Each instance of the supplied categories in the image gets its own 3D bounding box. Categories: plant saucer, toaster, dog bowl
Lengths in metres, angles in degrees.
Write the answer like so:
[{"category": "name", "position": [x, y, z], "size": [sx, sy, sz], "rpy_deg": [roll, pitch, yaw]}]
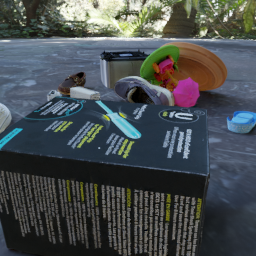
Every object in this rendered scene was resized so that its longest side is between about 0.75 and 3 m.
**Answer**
[{"category": "plant saucer", "position": [2.439, -2.306, 11.187], "size": [2.917, 0.471, 2.917], "rpy_deg": [22, -15, 6]}, {"category": "toaster", "position": [-0.245, -2.873, 13.386], "size": [2.490, 1.478, 2.252], "rpy_deg": [-5, 22, -13]}, {"category": "dog bowl", "position": [3.324, -0.178, 8.127], "size": [0.699, 0.311, 1.254], "rpy_deg": [16, 27, 34]}]

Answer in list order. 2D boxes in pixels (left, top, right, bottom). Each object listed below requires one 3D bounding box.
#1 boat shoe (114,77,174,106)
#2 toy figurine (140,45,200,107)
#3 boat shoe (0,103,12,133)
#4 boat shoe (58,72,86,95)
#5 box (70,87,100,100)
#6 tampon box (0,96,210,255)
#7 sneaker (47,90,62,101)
[{"category": "boat shoe", "position": [0.340, -1.177, 9.797], "size": [0.888, 0.985, 2.739], "rpy_deg": [-14, 30, -41]}, {"category": "toy figurine", "position": [1.637, -1.451, 9.822], "size": [1.620, 2.158, 1.986], "rpy_deg": [-30, 66, -5]}, {"category": "boat shoe", "position": [-3.895, -0.424, 7.931], "size": [1.012, 0.899, 2.750], "rpy_deg": [-8, 23, -20]}, {"category": "boat shoe", "position": [-2.358, -1.964, 11.928], "size": [0.717, 0.716, 2.036], "rpy_deg": [22, 24, 3]}, {"category": "box", "position": [-1.583, -1.141, 10.293], "size": [0.442, 0.531, 1.292], "rpy_deg": [-19, 30, -41]}, {"category": "tampon box", "position": [-0.230, 0.674, 4.070], "size": [2.586, 1.632, 1.938], "rpy_deg": [6, 25, 13]}, {"category": "sneaker", "position": [-2.840, -1.299, 10.911], "size": [0.366, 0.355, 1.003], "rpy_deg": [2, 21, 5]}]
